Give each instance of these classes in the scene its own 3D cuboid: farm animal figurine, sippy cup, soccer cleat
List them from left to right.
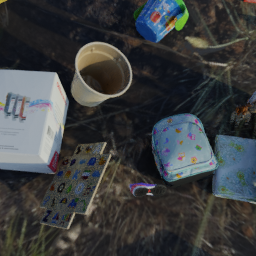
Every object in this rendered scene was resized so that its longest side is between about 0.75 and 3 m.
[{"bbox_3d":[0.574,1.704,7.915,1.147,0.420,0.391,5,107,-31],"label":"soccer cleat"},{"bbox_3d":[1.169,-4.281,10.932,1.684,2.144,1.571,41,82,-14],"label":"sippy cup"},{"bbox_3d":[4.282,-0.373,9.415,1.423,1.149,0.715,24,61,13],"label":"farm animal figurine"}]

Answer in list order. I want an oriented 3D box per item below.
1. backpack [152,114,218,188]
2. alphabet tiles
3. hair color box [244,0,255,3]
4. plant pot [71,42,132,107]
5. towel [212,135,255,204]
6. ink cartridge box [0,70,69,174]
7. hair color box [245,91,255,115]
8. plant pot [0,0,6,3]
[{"bbox_3d":[1.648,0.581,8.734,1.826,1.592,2.077,-17,59,4],"label":"backpack"},{"bbox_3d":[-1.581,1.571,8.207,2.225,0.085,2.674,-9,48,42],"label":"alphabet tiles"},{"bbox_3d":[5.504,-5.695,12.187,0.859,0.263,0.436,8,66,3],"label":"hair color box"},{"bbox_3d":[-1.088,-1.594,9.408,1.889,1.729,1.889,9,69,-25],"label":"plant pot"},{"bbox_3d":[3.698,1.313,8.987,1.830,0.515,2.138,10,67,3],"label":"towel"},{"bbox_3d":[-3.178,-0.182,8.831,1.964,1.973,2.715,4,66,2],"label":"ink cartridge box"},{"bbox_3d":[4.839,-1.090,8.886,1.278,2.583,0.783,35,75,15],"label":"hair color box"},{"bbox_3d":[-6.228,-5.708,11.187,2.267,2.410,2.410,-31,69,-29],"label":"plant pot"}]
